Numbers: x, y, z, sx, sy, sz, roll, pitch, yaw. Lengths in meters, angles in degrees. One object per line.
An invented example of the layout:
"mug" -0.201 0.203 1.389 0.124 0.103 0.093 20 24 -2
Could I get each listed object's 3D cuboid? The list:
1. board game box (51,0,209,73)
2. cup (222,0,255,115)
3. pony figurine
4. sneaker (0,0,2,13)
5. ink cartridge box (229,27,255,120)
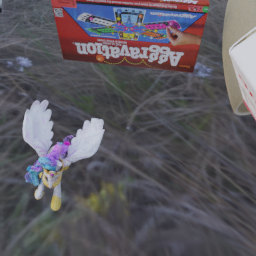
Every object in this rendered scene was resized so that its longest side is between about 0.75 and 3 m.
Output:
"board game box" -0.001 -1.732 5.134 2.641 1.359 0.257 7 52 5
"cup" 2.803 -1.695 4.895 2.750 2.750 1.967 -15 75 -16
"pony figurine" -0.867 0.361 3.481 0.973 1.169 1.128 13 56 -10
"sneaker" -2.094 -1.201 3.506 0.686 1.692 0.636 27 46 -27
"ink cartridge box" 0.770 -0.021 1.105 0.383 0.925 0.678 -33 71 20
